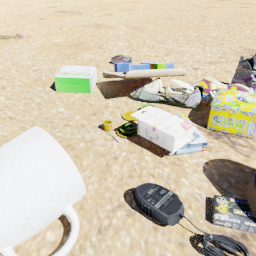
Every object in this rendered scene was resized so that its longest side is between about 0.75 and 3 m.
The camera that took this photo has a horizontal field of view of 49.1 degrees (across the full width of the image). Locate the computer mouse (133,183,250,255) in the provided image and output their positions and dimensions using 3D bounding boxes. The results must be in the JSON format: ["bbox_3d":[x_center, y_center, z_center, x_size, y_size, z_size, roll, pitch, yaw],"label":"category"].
[{"bbox_3d":[1.199,2.004,5.868,2.669,0.454,0.782,30,35,31],"label":"computer mouse"}]

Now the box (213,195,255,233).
[{"bbox_3d":[2.341,1.869,6.155,0.920,0.226,0.741,9,36,13],"label":"box"}]

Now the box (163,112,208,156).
[{"bbox_3d":[1.518,0.133,8.800,1.227,0.338,1.796,-7,34,-12],"label":"box"}]

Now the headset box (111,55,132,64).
[{"bbox_3d":[-0.300,-3.571,14.840,0.960,0.360,0.714,20,37,30],"label":"headset box"}]

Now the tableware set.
[{"bbox_3d":[0.234,-0.303,9.552,2.316,0.355,1.560,-19,36,-27],"label":"tableware set"}]

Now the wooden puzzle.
[{"bbox_3d":[0.558,-2.364,11.369,2.585,0.646,2.791,-8,12,-23],"label":"wooden puzzle"}]

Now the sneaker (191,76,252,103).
[{"bbox_3d":[3.467,-1.230,10.676,1.113,0.926,2.471,-29,35,-27],"label":"sneaker"}]

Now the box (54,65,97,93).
[{"bbox_3d":[-2.229,-2.141,12.156,1.530,0.740,1.350,2,32,3],"label":"box"}]

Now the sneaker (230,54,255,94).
[{"bbox_3d":[4.972,-1.961,10.667,1.108,1.994,2.850,-9,33,-15],"label":"sneaker"}]

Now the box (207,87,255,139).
[{"bbox_3d":[3.588,-0.562,9.408,1.480,0.937,1.537,14,33,21],"label":"box"}]

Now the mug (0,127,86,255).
[{"bbox_3d":[-2.035,1.530,5.467,2.175,1.831,2.481,-38,77,-29],"label":"mug"}]

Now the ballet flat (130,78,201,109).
[{"bbox_3d":[1.444,-1.472,10.871,2.806,1.009,1.009,11,33,17],"label":"ballet flat"}]

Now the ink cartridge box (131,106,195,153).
[{"bbox_3d":[0.951,-0.023,8.180,1.661,0.560,0.967,29,40,35],"label":"ink cartridge box"}]

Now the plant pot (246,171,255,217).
[{"bbox_3d":[3.848,1.024,5.693,2.245,1.958,2.245,6,31,-4],"label":"plant pot"}]
